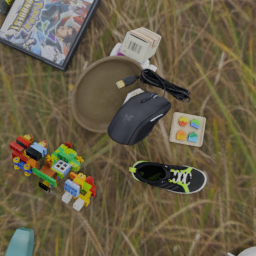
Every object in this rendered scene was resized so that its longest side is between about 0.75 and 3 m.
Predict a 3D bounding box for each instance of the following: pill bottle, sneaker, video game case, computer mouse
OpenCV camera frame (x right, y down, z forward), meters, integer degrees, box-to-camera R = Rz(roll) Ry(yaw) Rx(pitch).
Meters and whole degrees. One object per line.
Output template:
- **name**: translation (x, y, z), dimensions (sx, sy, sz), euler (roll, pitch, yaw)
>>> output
- **pill bottle**: translation (0.151, -2.021, 8.953), dimensions (1.454, 0.816, 0.816), euler (29, 85, 0)
- **sneaker**: translation (1.227, 1.535, 8.531), dimensions (2.432, 1.007, 0.872), euler (7, 85, 1)
- **sneaker**: translation (-4.046, -4.487, 9.334), dimensions (0.611, 0.538, 1.445), euler (0, 85, 0)
- **video game case**: translation (-2.635, -3.646, 9.343), dimensions (2.540, 0.358, 2.811), euler (25, 85, 2)
- **computer mouse**: translation (0.238, -0.762, 7.018), dimensions (1.811, 0.594, 2.579), euler (36, 56, 27)

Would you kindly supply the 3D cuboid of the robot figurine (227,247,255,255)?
- **robot figurine**: translation (4.098, 4.640, 7.930), dimensions (2.440, 1.625, 2.877), euler (-36, 84, 18)

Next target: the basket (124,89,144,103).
- **basket**: translation (0.295, -0.647, 8.508), dimensions (0.664, 0.825, 0.818), euler (32, 121, 13)

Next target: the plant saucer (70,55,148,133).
- **plant saucer**: translation (-0.544, -0.989, 8.375), dimensions (2.503, 2.503, 0.369), euler (-38, 43, -3)

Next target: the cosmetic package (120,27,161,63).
- **cosmetic package**: translation (0.426, -2.584, 8.616), dimensions (0.786, 1.520, 0.663), euler (27, 119, 5)

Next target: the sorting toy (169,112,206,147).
- **sorting toy**: translation (1.937, 0.041, 9.083), dimensions (1.063, 0.194, 0.984), euler (10, 85, 1)

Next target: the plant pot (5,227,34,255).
- **plant pot**: translation (-3.246, 3.560, 8.563), dimensions (0.641, 0.641, 0.907), euler (11, 78, 1)

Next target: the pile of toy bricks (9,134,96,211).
- **pile of toy bricks**: translation (-2.120, 1.024, 8.567), dimensions (2.850, 1.581, 1.407), euler (29, 46, 13)
